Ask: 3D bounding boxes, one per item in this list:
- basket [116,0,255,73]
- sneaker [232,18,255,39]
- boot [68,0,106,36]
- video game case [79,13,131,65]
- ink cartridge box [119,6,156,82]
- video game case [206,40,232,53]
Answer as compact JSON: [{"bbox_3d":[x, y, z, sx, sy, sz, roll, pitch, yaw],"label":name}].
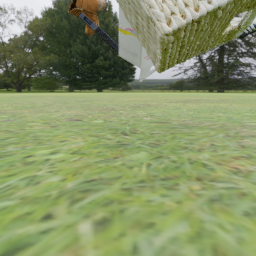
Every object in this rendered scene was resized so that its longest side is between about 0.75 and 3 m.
[{"bbox_3d":[0.750,-2.155,4.144,1.672,2.079,2.061,-30,-5,3],"label":"basket"},{"bbox_3d":[4.346,-3.523,9.982,1.631,0.689,0.611,17,37,32],"label":"sneaker"},{"bbox_3d":[-1.806,-4.602,11.451,1.376,1.778,0.655,-11,54,-40],"label":"boot"},{"bbox_3d":[-0.715,-2.920,9.153,1.733,0.221,1.566,35,12,-42],"label":"video game case"},{"bbox_3d":[0.591,-2.946,8.167,0.967,2.874,1.683,36,58,25],"label":"ink cartridge box"},{"bbox_3d":[2.446,-2.639,8.040,0.822,0.743,0.105,-20,32,43],"label":"video game case"}]
